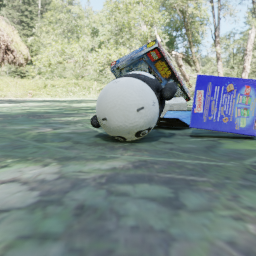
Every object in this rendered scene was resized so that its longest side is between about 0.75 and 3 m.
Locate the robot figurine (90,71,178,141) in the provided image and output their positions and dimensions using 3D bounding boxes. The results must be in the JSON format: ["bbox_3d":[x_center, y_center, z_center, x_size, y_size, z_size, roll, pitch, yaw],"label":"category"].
[{"bbox_3d":[0.125,-0.491,5.914,1.291,1.555,2.069,29,21,4],"label":"robot figurine"}]

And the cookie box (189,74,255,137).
[{"bbox_3d":[2.084,-0.482,5.968,1.381,1.181,0.519,9,-2,14],"label":"cookie box"}]

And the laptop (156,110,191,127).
[{"bbox_3d":[1.209,-0.370,7.614,1.091,0.636,1.231,3,-13,39],"label":"laptop"}]

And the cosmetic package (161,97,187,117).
[{"bbox_3d":[1.128,-0.616,9.086,1.438,0.610,0.774,-4,19,3],"label":"cosmetic package"}]

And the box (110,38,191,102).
[{"bbox_3d":[0.806,-1.521,9.280,1.705,2.490,0.497,-22,43,24],"label":"box"}]
